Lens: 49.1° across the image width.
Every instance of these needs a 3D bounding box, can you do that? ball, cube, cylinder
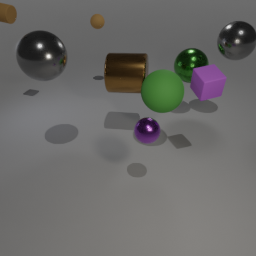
[{"bbox_3d":[4.043,-3.233,10.418,1.400,1.400,1.400,0,31,0],"label":"ball"},{"bbox_3d":[2.314,-1.322,8.157,0.700,0.700,0.700,-14,49,-11],"label":"cube"},{"bbox_3d":[-1.491,-5.198,13.672,0.700,0.700,0.700,0,31,0],"label":"ball"},{"bbox_3d":[-4.878,-4.520,11.004,0.700,0.700,0.700,16,33,10],"label":"cylinder"},{"bbox_3d":[2.582,-2.547,11.456,1.400,1.400,1.400,0,31,0],"label":"ball"},{"bbox_3d":[-2.431,-2.036,7.958,1.400,1.400,1.400,0,31,0],"label":"ball"},{"bbox_3d":[1.116,-1.186,9.084,1.400,1.400,1.400,0,31,0],"label":"ball"},{"bbox_3d":[0.507,0.069,7.383,0.700,0.700,0.700,0,31,0],"label":"ball"},{"bbox_3d":[-0.021,-1.947,9.972,1.400,1.400,1.400,3,31,8],"label":"cylinder"}]
